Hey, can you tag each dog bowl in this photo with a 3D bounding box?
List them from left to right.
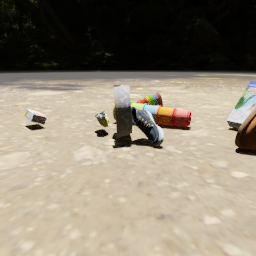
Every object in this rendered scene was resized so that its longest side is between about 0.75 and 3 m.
[{"bbox_3d":[-0.139,-0.462,7.384,0.420,1.433,1.433,-3,14,-3],"label":"dog bowl"}]

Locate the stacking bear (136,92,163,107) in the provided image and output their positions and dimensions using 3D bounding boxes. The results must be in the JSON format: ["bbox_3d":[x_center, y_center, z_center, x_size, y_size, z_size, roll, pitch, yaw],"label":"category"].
[{"bbox_3d":[0.755,-0.954,10.370,0.937,0.533,0.569,-19,48,-12],"label":"stacking bear"}]

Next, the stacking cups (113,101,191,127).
[{"bbox_3d":[0.776,-0.404,9.040,2.474,0.748,0.748,10,16,20],"label":"stacking cups"}]

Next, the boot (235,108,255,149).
[{"bbox_3d":[4.054,0.179,6.055,2.839,1.089,2.204,-24,47,-12],"label":"boot"}]

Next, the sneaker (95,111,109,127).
[{"bbox_3d":[-0.723,-0.231,8.067,0.350,0.404,0.894,-25,16,2],"label":"sneaker"}]

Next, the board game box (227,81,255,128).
[{"bbox_3d":[4.008,-0.603,8.110,1.656,0.341,1.652,17,66,48],"label":"board game box"}]

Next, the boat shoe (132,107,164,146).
[{"bbox_3d":[0.416,-0.048,6.963,0.560,0.436,1.233,18,29,-34],"label":"boat shoe"}]

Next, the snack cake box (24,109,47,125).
[{"bbox_3d":[-2.883,-0.354,8.721,0.438,0.256,0.762,18,4,-37],"label":"snack cake box"}]
